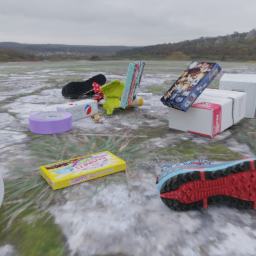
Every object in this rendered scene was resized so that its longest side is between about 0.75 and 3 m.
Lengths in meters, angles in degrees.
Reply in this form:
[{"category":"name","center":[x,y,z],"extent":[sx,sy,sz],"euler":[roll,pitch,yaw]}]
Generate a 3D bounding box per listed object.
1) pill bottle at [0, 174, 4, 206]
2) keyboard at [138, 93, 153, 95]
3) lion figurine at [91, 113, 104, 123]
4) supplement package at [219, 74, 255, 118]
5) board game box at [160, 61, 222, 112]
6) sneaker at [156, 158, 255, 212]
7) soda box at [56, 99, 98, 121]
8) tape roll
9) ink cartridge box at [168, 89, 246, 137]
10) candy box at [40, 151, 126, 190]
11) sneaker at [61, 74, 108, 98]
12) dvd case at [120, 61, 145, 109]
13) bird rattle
[{"category":"pill bottle","center":[-3.331,0.679,4.808],"extent":[1.681,1.681,2.940],"euler":[-15,22,-41]},{"category":"keyboard","center":[0.907,-1.989,16.396],"extent":[1.041,0.056,0.293],"euler":[-2,17,-4]},{"category":"lion figurine","center":[-1.177,-0.367,10.696],"extent":[0.488,0.289,0.797],"euler":[-10,22,-4]},{"category":"supplement package","center":[4.804,-1.500,12.291],"extent":[1.497,1.492,2.552],"euler":[7,18,21]},{"category":"board game box","center":[2.012,-1.395,9.143],"extent":[1.824,0.316,1.236],"euler":[-49,29,-7]},{"category":"sneaker","center":[1.714,0.895,5.431],"extent":[2.380,0.944,1.137],"euler":[-1,15,-5]},{"category":"soda box","center":[-2.006,-0.710,11.257],"extent":[0.557,0.596,1.749],"euler":[12,21,35]},{"category":"tape roll","center":[-2.712,-0.217,9.854],"extent":[1.452,0.476,1.452],"euler":[0,16,0]},{"category":"ink cartridge box","center":[2.853,-0.635,9.992],"extent":[2.402,1.013,1.739],"euler":[-22,26,-40]},{"category":"candy box","center":[-1.025,0.931,6.499],"extent":[1.780,0.235,0.910],"euler":[-11,23,-33]},{"category":"sneaker","center":[-2.343,-2.055,15.582],"extent":[2.604,0.986,1.140],"euler":[-16,-21,-2]},{"category":"dvd case","center":[0.170,-1.387,8.639],"extent":[0.194,1.285,1.760],"euler":[16,19,10]},{"category":"bird rattle","center":[-0.493,-1.284,12.832],"extent":[2.202,1.522,2.701],"euler":[7,1,-17]}]
